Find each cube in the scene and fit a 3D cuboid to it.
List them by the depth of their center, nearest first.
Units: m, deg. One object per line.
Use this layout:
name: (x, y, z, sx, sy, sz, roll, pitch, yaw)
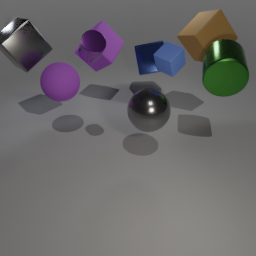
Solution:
cube: (1.349, -2.218, 9.034, 0.700, 0.700, 0.700, 33, 71, 32)
cube: (-4.098, -3.229, 10.855, 1.400, 1.400, 1.400, -47, 41, -12)
cube: (3.102, -3.582, 11.036, 1.400, 1.400, 1.400, -47, 26, -2)
cube: (-1.306, -3.676, 12.726, 1.400, 1.400, 1.400, -10, 47, 52)
cube: (1.171, -3.448, 13.875, 1.400, 1.400, 1.400, -9, 12, 8)

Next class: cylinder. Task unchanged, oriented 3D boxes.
cylinder: (-1.038, -2.323, 8.017, 0.700, 0.700, 0.700, -13, -6, -20)
cylinder: (3.183, -1.986, 9.258, 1.400, 1.400, 1.400, 6, 43, 10)

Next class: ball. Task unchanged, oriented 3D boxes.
ball: (0.671, -0.573, 9.029, 1.400, 1.400, 1.400, 0, 30, 0)
ball: (-2.428, -1.651, 10.072, 1.400, 1.400, 1.400, 0, 30, 0)
